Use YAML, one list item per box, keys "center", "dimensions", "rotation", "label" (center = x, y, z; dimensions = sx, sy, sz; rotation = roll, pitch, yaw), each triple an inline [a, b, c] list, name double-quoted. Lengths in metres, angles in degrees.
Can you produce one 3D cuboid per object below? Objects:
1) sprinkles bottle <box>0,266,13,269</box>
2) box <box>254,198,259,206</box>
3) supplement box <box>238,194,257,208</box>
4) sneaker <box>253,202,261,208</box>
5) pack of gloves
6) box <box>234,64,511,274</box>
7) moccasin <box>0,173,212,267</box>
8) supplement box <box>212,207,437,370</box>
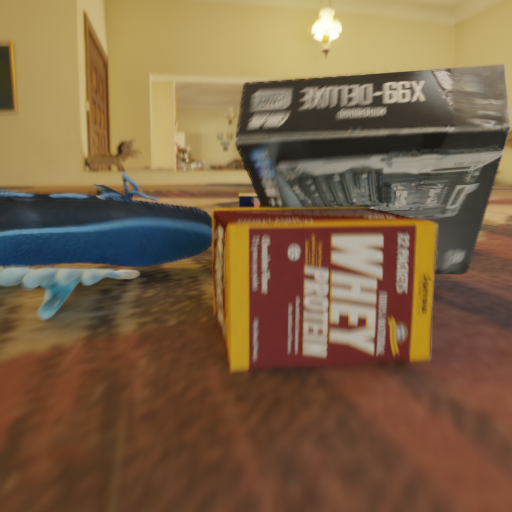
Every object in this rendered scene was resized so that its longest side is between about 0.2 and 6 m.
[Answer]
- center: [-4.000, 0.057, 8.758]
  dimensions: [0.310, 0.310, 0.907]
  rotation: [7, 12, 38]
  label: "sprinkles bottle"
- center: [0.980, -1.426, 15.506]
  dimensions: [2.025, 0.483, 1.235]
  rotation: [0, -30, 3]
  label: "box"
- center: [-0.256, -1.689, 18.417]
  dimensions: [0.643, 0.647, 1.181]
  rotation: [1, 10, -1]
  label: "supplement box"
- center: [1.117, -0.476, 10.133]
  dimensions: [2.698, 0.901, 1.446]
  rotation: [10, -12, -19]
  label: "sneaker"
- center: [-2.774, 0.395, 6.557]
  dimensions: [2.344, 0.550, 2.790]
  rotation: [1, -2, -2]
  label: "pack of gloves"
- center: [1.369, -0.766, 6.675]
  dimensions: [2.537, 0.801, 3.217]
  rotation: [1, -26, 13]
  label: "box"
- center: [-2.238, -0.604, 8.094]
  dimensions: [3.334, 1.137, 1.342]
  rotation: [2, -34, -24]
  label: "moccasin"
- center: [0.498, 0.185, 5.308]
  dimensions: [1.732, 1.166, 1.756]
  rotation: [-1, 9, -9]
  label: "supplement box"
